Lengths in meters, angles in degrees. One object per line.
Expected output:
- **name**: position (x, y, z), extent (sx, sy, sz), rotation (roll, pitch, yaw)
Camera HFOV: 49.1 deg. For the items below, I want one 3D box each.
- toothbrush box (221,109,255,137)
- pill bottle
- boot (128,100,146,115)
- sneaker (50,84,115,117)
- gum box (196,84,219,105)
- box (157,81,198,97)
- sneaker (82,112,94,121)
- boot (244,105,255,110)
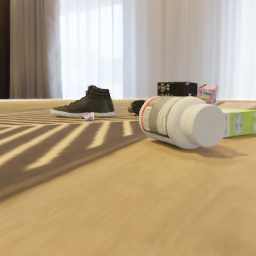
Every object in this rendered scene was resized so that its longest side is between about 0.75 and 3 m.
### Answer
- **toothbrush box**: position (2.552, -0.166, 7.524), extent (1.515, 0.652, 1.103), rotation (-6, 9, -32)
- **pill bottle**: position (1.066, -0.135, 5.758), extent (1.032, 1.032, 1.864), rotation (-3, 8, -24)
- **boot**: position (0.501, -0.857, 13.332), extent (1.433, 0.743, 2.194), rotation (-1, -2, 41)
- **sneaker**: position (-2.092, -1.271, 12.950), extent (2.964, 1.470, 1.048), rotation (-2, 9, -3)
- **gum box**: position (3.172, -1.159, 11.258), extent (0.602, 1.033, 1.821), rotation (13, 17, 21)
- **box**: position (2.306, -1.320, 12.861), extent (1.321, 1.578, 2.125), rotation (4, 8, 28)
- **sneaker**: position (-1.592, -0.449, 11.147), extent (0.487, 0.309, 0.854), rotation (-4, 8, -5)
- **boot**: position (4.759, -0.601, 11.333), extent (1.171, 0.621, 1.779), rotation (-5, 0, 18)
